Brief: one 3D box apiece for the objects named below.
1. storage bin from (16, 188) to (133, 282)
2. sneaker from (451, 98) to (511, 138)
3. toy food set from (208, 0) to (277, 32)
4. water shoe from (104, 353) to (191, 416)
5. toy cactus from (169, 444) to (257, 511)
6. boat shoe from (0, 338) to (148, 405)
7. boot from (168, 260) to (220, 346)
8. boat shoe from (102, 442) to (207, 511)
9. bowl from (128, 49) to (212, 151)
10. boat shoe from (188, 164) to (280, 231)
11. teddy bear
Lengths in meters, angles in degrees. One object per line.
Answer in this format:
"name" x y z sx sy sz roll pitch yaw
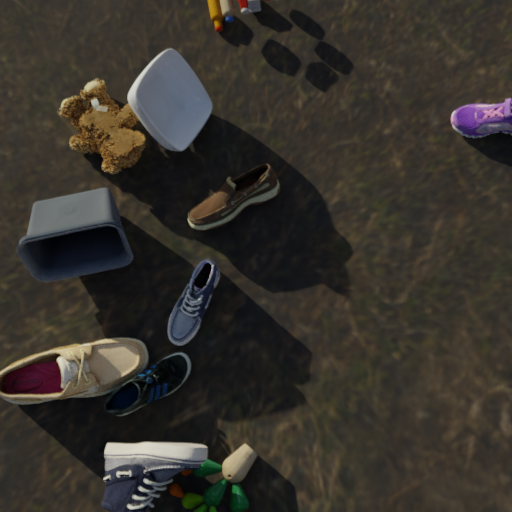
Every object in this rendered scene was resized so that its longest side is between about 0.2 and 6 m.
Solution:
"storage bin" -3.638 -0.465 11.519 2.050 1.492 1.377 -12 50 -2
"sneaker" 5.311 -3.053 12.191 1.983 0.877 0.798 4 81 8
"toy food set" -0.206 -5.770 12.858 1.734 0.828 0.780 -10 89 -3
"water shoe" -2.110 2.587 11.074 1.865 0.736 0.667 -34 80 -7
"toy cactus" -0.708 4.353 10.658 2.154 1.101 1.777 38 71 16
"boat shoe" -3.637 2.308 10.981 2.984 1.032 1.100 -16 78 -3
"boot" -1.319 0.926 11.385 0.667 0.828 1.832 22 79 5
"boat shoe" -1.837 3.993 9.995 1.001 2.682 1.244 17 64 -38
"bowl" -1.901 -3.260 11.916 0.649 1.738 1.736 0 51 40
"boat shoe" -0.538 -1.319 11.793 2.119 0.784 0.783 -30 47 -12
"teddy bear" -3.310 -2.832 12.315 2.442 0.815 1.771 32 72 14
